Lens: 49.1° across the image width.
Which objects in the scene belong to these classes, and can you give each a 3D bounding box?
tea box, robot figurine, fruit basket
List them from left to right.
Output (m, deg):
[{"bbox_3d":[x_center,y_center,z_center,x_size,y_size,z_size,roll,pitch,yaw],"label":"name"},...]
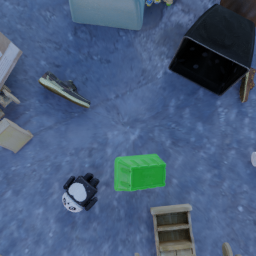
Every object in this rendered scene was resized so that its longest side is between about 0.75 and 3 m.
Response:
[{"bbox_3d":[-5.032,-2.005,8.396,2.387,1.621,2.426,24,80,23],"label":"tea box"},{"bbox_3d":[-1.483,2.024,8.836,1.291,0.970,0.805,-49,124,-7],"label":"robot figurine"},{"bbox_3d":[0.218,1.347,8.249,1.582,1.582,1.141,1,95,0],"label":"fruit basket"}]

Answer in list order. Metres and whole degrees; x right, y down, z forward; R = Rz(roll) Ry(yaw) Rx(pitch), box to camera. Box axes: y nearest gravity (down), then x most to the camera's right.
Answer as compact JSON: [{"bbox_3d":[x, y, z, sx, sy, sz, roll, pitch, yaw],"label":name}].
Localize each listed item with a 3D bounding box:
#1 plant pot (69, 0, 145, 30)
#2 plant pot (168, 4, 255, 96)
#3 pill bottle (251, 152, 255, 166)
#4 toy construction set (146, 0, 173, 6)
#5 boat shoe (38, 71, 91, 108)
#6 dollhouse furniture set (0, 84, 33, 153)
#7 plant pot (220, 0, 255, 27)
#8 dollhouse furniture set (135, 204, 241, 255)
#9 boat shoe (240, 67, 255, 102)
[{"bbox_3d":[-0.605,-4.834,8.616,2.470,2.516,2.463,7,86,1],"label":"plant pot"},{"bbox_3d":[2.723,-2.533,8.782,2.041,2.036,1.811,27,74,2],"label":"plant pot"},{"bbox_3d":[4.626,1.006,9.053,1.095,0.615,0.615,0,85,1],"label":"pill bottle"},{"bbox_3d":[1.306,-5.024,9.528,1.195,0.840,1.823,8,96,1],"label":"toy construction set"},{"bbox_3d":[-2.020,-1.299,9.201,1.915,0.684,0.629,28,84,7],"label":"boat shoe"},{"bbox_3d":[-4.178,-0.249,9.115,1.754,1.243,1.910,-44,65,-4],"label":"dollhouse furniture set"},{"bbox_3d":[4.070,-4.338,8.919,1.695,1.813,1.695,0,85,-1],"label":"plant pot"},{"bbox_3d":[1.452,3.371,7.690,2.550,2.909,1.932,-6,85,-1],"label":"dollhouse furniture set"},{"bbox_3d":[4.028,-1.448,9.351,0.419,0.446,1.240,11,83,3],"label":"boat shoe"}]
